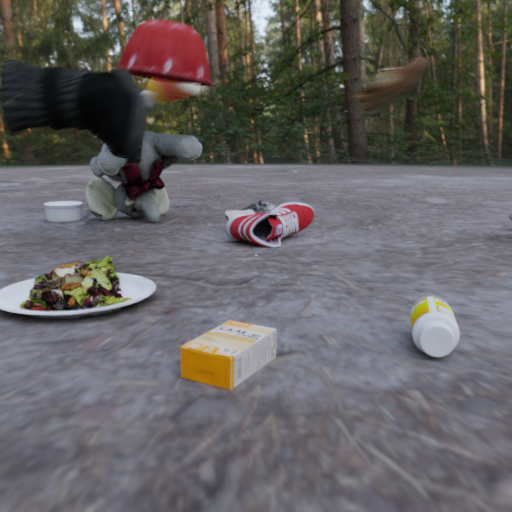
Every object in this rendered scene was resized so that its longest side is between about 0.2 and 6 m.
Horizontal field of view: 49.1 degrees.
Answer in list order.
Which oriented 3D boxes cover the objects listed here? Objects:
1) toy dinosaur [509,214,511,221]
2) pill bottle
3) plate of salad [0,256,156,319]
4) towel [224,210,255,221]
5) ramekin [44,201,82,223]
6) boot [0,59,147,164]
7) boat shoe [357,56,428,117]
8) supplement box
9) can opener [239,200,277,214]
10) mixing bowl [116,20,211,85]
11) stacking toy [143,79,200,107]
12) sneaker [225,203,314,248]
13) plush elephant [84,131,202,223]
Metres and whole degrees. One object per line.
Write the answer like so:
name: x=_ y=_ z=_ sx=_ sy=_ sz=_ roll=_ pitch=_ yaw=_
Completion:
toy dinosaur: x=6.752 y=-0.744 z=12.592 sx=1.922 sy=0.456 sz=0.847 roll=7 pitch=28 yaw=30
pill bottle: x=1.755 y=0.708 z=5.528 sx=0.436 sy=0.436 sz=0.799 roll=3 pitch=13 yaw=13
plate of salad: x=-2.288 y=0.358 z=7.122 sx=2.000 sy=0.480 sz=2.000 roll=1 pitch=12 yaw=0
towel: x=-0.247 y=-0.755 z=12.498 sx=0.724 sy=0.188 sz=1.093 roll=-5 pitch=31 yaw=-21
ramekin: x=-4.921 y=-1.126 z=14.342 sx=0.936 sy=0.456 sz=0.936 roll=0 pitch=12 yaw=0
boot: x=-2.980 y=-2.331 z=9.061 sx=2.123 sy=1.069 sz=2.840 roll=-2 pitch=31 yaw=-23
boat shoe: x=2.987 y=-3.847 z=12.594 sx=1.862 sy=0.688 sz=0.704 roll=-35 pitch=22 yaw=52
supplement box: x=-0.231 y=0.868 z=5.051 sx=0.528 sy=0.308 sz=0.838 roll=7 pitch=13 yaw=27
can opener: x=-0.045 y=-0.936 z=13.715 sx=0.468 sy=0.587 sz=1.755 roll=27 pitch=32 yaw=22
mixing bowl: x=-1.803 y=-4.161 z=11.418 sx=1.936 sy=1.048 sz=1.936 roll=8 pitch=12 yaw=-2
stacking toy: x=-2.312 y=-4.198 z=13.925 sx=1.583 sy=1.156 sz=1.156 roll=-25 pitch=3 yaw=20
sneaker: x=0.517 y=-0.632 z=11.281 sx=2.036 sy=0.725 sz=1.145 roll=-14 pitch=13 yaw=-25
plush elephant: x=-2.987 y=-1.861 z=14.156 sx=2.456 sy=2.309 sz=2.983 roll=-18 pitch=27 yaw=-29
